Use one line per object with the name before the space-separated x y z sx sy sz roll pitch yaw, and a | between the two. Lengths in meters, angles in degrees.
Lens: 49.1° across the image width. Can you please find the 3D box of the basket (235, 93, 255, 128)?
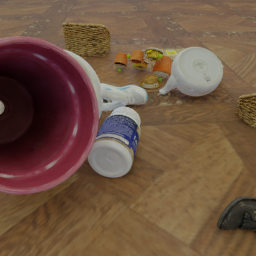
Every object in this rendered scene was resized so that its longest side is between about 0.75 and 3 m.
basket | 4.545 -0.954 9.221 1.729 1.288 1.234 -11 35 -15

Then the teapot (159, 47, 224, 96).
teapot | 2.528 -1.976 10.697 2.029 1.482 2.002 23 66 3

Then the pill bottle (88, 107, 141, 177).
pill bottle | -0.272 0.288 7.474 1.119 1.119 1.934 7 35 10

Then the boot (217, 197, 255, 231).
boot | 2.815 1.995 5.374 1.769 0.612 1.540 -12 35 -21

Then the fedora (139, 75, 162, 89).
fedora | 0.932 -1.947 11.535 0.953 0.389 0.953 0 34 0

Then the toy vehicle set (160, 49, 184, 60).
toy vehicle set | 2.247 -3.802 14.474 1.754 0.232 1.090 -1 33 -1

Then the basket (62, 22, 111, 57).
basket | -2.072 -4.814 14.697 2.264 1.686 1.616 5 34 9

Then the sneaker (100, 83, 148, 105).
sneaker | -0.301 -1.058 9.965 2.033 0.778 0.821 5 43 17

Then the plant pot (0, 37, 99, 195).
plant pot | -2.247 -0.288 5.480 2.614 2.614 2.340 -26 22 -33

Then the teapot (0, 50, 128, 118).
teapot | -1.996 -0.710 8.082 2.955 2.158 2.917 39 83 5

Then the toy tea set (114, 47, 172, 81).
toy tea set | 0.618 -2.659 12.173 2.808 1.039 1.669 8 -4 45
